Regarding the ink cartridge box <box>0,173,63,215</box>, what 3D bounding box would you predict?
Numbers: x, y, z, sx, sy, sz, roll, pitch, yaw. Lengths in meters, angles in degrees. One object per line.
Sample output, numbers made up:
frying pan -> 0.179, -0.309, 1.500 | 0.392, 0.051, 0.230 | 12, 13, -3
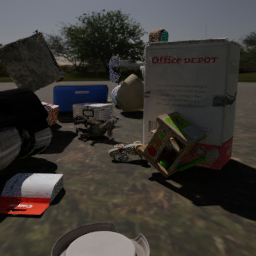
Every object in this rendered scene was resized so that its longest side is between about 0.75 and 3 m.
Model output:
ink cartridge box -> -1.767, 1.123, 4.946 | 0.932, 0.275, 1.165 | 1, 11, 5

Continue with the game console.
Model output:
game console -> -2.570, -1.540, 14.535 | 2.701, 2.305, 1.598 | -5, 40, -20

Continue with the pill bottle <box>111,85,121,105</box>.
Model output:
pill bottle -> -0.405, -2.034, 17.431 | 1.216, 1.216, 2.171 | 1, 12, 2

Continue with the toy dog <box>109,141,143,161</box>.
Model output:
toy dog -> 0.021, 0.649, 7.133 | 0.916, 0.441, 0.604 | -11, 10, 22

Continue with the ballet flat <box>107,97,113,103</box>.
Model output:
ballet flat -> -1.380, -1.896, 18.925 | 0.367, 0.367, 1.023 | 8, 15, 32

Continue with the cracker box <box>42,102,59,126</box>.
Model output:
cracker box -> -4.365, -0.690, 10.973 | 2.771, 0.799, 1.856 | 13, 13, 3

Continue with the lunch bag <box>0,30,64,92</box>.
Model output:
lunch bag -> -3.741, -2.539, 11.088 | 1.797, 2.143, 1.493 | -26, 18, -1

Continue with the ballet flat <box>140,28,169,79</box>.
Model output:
ballet flat -> 0.810, -2.162, 9.296 | 0.735, 2.187, 0.744 | 16, 7, 34

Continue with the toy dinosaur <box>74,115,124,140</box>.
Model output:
toy dinosaur -> -1.186, -0.001, 9.525 | 1.097, 0.826, 2.145 | 7, -1, -36

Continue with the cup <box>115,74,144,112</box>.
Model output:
cup -> 0.133, -1.639, 14.749 | 1.393, 1.948, 1.948 | -33, 21, -11

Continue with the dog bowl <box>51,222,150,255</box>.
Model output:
dog bowl -> -0.300, 1.485, 3.153 | 1.088, 0.319, 1.088 | 0, 13, 0

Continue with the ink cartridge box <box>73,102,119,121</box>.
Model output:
ink cartridge box -> -1.458, -0.788, 12.969 | 1.919, 0.651, 1.113 | 7, 14, 28

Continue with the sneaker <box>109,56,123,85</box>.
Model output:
sneaker -> -0.621, -3.066, 15.182 | 0.564, 1.494, 0.850 | -3, -14, 21

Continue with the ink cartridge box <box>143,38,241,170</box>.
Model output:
ink cartridge box -> 1.530, -0.655, 6.995 | 2.094, 2.875, 1.219 | 8, 14, 32

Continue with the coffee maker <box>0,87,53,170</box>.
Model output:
coffee maker -> -2.969, -0.221, 6.098 | 1.688, 2.407, 2.506 | -6, 10, 11

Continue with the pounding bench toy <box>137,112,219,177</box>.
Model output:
pounding bench toy -> 1.113, 0.545, 6.104 | 1.424, 1.110, 0.884 | 42, 32, 23
